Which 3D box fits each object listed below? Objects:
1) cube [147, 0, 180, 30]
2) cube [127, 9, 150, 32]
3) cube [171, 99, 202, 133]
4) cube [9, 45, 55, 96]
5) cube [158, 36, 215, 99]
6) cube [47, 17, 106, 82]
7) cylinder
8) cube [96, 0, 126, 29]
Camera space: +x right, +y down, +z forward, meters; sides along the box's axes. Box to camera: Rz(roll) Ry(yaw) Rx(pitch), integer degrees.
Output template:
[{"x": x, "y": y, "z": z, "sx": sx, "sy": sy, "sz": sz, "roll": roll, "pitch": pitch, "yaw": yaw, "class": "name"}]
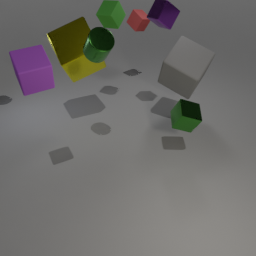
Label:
[{"x": 1.210, "y": -3.914, "z": 9.638, "sx": 0.700, "sy": 0.700, "sz": 0.700, "roll": 20, "pitch": 13, "yaw": -39, "class": "cube"}, {"x": 0.503, "y": -5.007, "z": 13.049, "sx": 0.700, "sy": 0.700, "sz": 0.700, "roll": -23, "pitch": 68, "yaw": -46, "class": "cube"}, {"x": 1.828, "y": -0.380, "z": 8.852, "sx": 0.700, "sy": 0.700, "sz": 0.700, "roll": 13, "pitch": 53, "yaw": -16, "class": "cube"}, {"x": -2.057, "y": -1.246, "z": 6.054, "sx": 0.700, "sy": 0.700, "sz": 0.700, "roll": -20, "pitch": 62, "yaw": -20, "class": "cube"}, {"x": 2.118, "y": -2.210, "z": 10.379, "sx": 1.400, "sy": 1.400, "sz": 1.400, "roll": 32, "pitch": 70, "yaw": 9, "class": "cube"}, {"x": -1.772, "y": -2.732, "z": 9.934, "sx": 1.400, "sy": 1.400, "sz": 1.400, "roll": -26, "pitch": 74, "yaw": -1, "class": "cube"}, {"x": -0.786, "y": -2.193, "z": 7.445, "sx": 0.700, "sy": 0.700, "sz": 0.700, "roll": -17, "pitch": -6, "yaw": -24, "class": "cylinder"}, {"x": -0.622, "y": -4.183, "z": 10.330, "sx": 0.700, "sy": 0.700, "sz": 0.700, "roll": 17, "pitch": 74, "yaw": 28, "class": "cube"}]
